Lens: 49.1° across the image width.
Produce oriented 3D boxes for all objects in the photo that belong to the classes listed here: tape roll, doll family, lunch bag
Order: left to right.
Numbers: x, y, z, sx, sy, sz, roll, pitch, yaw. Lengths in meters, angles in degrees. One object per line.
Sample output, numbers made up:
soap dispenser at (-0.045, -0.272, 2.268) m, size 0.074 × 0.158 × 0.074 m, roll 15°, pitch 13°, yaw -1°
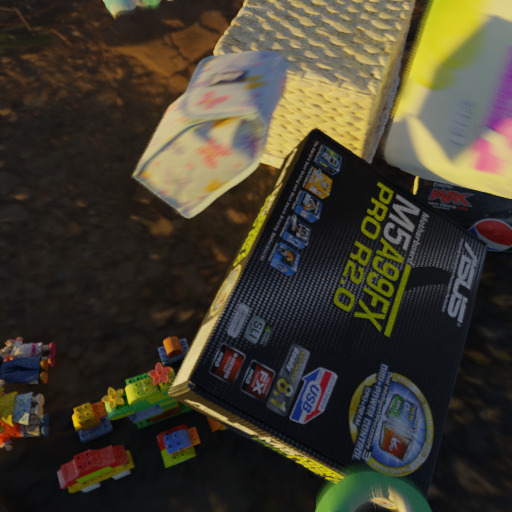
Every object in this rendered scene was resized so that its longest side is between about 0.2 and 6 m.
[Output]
doll family at (-3.352, 1.746, 7.536) m, size 1.002 × 0.727 × 1.614 m, roll -4°, pitch 60°, yaw -2°
lunch bag at (-0.412, -1.467, 6.171) m, size 1.058 × 1.665 × 1.412 m, roll 40°, pitch 43°, yaw -25°
tape roll at (1.087, 2.622, 5.130) m, size 1.188 × 0.285 × 1.188 m, roll 4°, pitch 78°, yaw -17°

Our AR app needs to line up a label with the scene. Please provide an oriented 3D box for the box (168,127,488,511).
box at (1.180, 0.720, 7.345) m, size 3.196 × 0.883 × 3.990 m, roll 32°, pitch 62°, yaw -10°

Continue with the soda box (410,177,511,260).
soda box at (3.646, -0.544, 8.818) m, size 2.477 × 0.784 × 0.876 m, roll 10°, pitch 61°, yaw 6°

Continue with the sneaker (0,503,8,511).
sneaker at (-3.174, 3.272, 6.316) m, size 2.702 × 1.340 × 0.955 m, roll 38°, pitch 65°, yaw 18°

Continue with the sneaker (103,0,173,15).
sneaker at (-1.331, -3.841, 7.356) m, size 0.879 × 0.928 × 2.297 m, roll 6°, pitch 35°, yaw 32°

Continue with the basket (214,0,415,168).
basket at (0.946, -3.088, 9.467) m, size 2.777 × 2.233 × 2.752 m, roll 19°, pitch 63°, yaw 12°

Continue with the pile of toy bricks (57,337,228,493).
pile of toy bricks at (-1.238, 1.800, 7.126) m, size 2.802 × 1.383 × 1.554 m, roll -20°, pitch 62°, yaw -11°

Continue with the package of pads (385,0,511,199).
package of pads at (3.119, -2.490, 7.090) m, size 1.142 × 2.588 × 3.350 m, roll 13°, pitch 100°, yaw -25°
